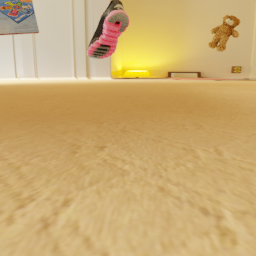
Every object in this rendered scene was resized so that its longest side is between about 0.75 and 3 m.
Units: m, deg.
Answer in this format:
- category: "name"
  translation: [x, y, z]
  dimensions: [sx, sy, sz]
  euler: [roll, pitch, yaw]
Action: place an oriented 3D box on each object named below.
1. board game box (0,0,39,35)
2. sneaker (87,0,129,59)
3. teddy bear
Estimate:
- category: "board game box"
  translation: [-2.676, -2.408, 6.042]
  dimensions: [0.144, 0.765, 1.486]
  euler: [3, 19, 42]
- category: "sneaker"
  translation: [-0.753, -3.389, 9.698]
  dimensions: [0.944, 1.139, 2.389]
  euler: [6, -30, -32]
- category: "teddy bear"
  translation: [3.662, -3.626, 10.697]
  dimensions: [0.487, 1.458, 1.057]
  euler: [16, 33, -50]
